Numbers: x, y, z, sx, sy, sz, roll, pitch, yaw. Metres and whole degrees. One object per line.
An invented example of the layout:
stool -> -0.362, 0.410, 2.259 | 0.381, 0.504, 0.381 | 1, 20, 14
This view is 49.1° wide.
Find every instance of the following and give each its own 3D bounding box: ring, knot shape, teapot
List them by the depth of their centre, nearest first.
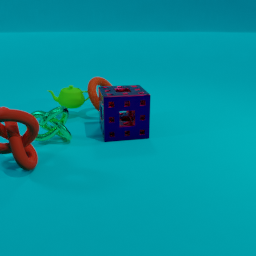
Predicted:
knot shape -> -2.538, 0.123, 5.942 | 1.458, 1.558, 0.720 | 19, 43, 28
knot shape -> -2.065, -0.068, 7.242 | 1.147, 1.225, 0.566 | -4, 48, 0
teapot -> -1.924, -1.062, 9.257 | 1.443, 0.706, 0.897 | -4, 26, -15
ring -> -0.808, -1.067, 9.460 | 0.284, 1.421, 1.421 | -25, 6, 32

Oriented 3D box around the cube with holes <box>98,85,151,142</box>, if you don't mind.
cube with holes -> -0.140, -0.461, 7.955 | 1.245, 1.245, 1.245 | -4, 21, -11
